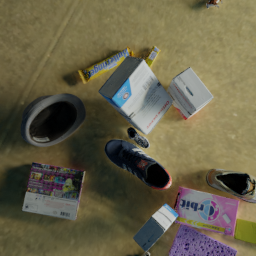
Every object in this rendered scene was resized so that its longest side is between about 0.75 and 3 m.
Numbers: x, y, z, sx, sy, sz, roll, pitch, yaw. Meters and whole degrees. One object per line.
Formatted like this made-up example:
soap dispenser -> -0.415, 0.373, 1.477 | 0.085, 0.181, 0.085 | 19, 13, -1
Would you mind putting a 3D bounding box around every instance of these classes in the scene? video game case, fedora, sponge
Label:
video game case -> -2.761, 2.343, 10.490 | 2.014, 0.361, 1.826 | 9, 81, 1
fedora -> -2.888, -0.469, 10.353 | 2.450, 2.167, 1.106 | -40, 54, -10
sponge -> 2.716, 4.535, 10.173 | 2.227, 0.332, 1.242 | 25, 82, 4

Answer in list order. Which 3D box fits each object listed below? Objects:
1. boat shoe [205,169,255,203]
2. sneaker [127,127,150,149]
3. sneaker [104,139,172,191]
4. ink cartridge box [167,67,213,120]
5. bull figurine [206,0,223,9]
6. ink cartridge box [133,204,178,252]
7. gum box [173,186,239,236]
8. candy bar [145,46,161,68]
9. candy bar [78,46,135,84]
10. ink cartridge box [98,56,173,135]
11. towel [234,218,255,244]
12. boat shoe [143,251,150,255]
boat shoe -> 4.265, 2.160, 10.222 | 2.763, 0.945, 1.033 | 12, 82, 2
sneaker -> 0.357, 0.405, 10.609 | 1.090, 0.620, 0.411 | 42, 98, 4
sneaker -> 0.389, 1.269, 10.228 | 2.872, 1.214, 1.077 | 30, 83, 5
ink cartridge box -> 2.172, -1.190, 10.251 | 0.799, 1.896, 1.372 | -36, 83, -5
bull figurine -> 3.662, -5.272, 11.703 | 0.514, 0.276, 0.847 | 39, 84, 4
ink cartridge box -> 0.944, 3.266, 9.306 | 0.626, 1.485, 1.074 | 41, 107, 18
gum box -> 2.744, 2.983, 10.204 | 2.212, 0.731, 1.255 | 13, 82, 2
candy bar -> 0.811, -2.620, 11.343 | 0.407, 0.181, 1.632 | 30, 82, 1
candy bar -> -0.851, -2.566, 11.299 | 2.386, 0.264, 0.595 | -28, 83, -3
ink cartridge box -> 0.348, -1.119, 10.037 | 1.703, 2.326, 0.999 | -52, 43, -7
towel -> 4.864, 3.927, 10.378 | 1.781, 0.161, 0.766 | 13, 76, 3
boat shoe -> 0.532, 4.901, 10.143 | 0.310, 0.283, 0.862 | 38, 83, 5
